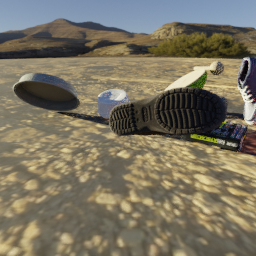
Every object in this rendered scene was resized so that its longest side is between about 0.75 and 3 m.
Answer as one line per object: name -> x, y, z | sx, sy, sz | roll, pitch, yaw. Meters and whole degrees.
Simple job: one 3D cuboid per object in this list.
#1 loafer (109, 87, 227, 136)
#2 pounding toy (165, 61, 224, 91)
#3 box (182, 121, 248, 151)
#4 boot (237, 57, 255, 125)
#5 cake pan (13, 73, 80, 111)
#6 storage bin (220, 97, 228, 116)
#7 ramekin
loafer -> 0.808, -0.293, 5.872 | 2.506, 0.915, 0.890 | -2, -3, 33
pounding toy -> 2.623, -1.517, 10.983 | 2.369, 1.099, 1.828 | -37, 15, -18
box -> 2.452, 0.106, 7.806 | 1.503, 0.370, 1.557 | 10, 19, 26
boot -> 3.838, -1.158, 8.887 | 0.975, 2.158, 0.785 | -1, 16, -22
cake pan -> -2.849, -1.257, 10.011 | 2.330, 0.427, 2.330 | 6, -20, 2
storage bin -> 3.262, -0.826, 10.353 | 0.854, 0.573, 0.621 | -2, 35, -9
ramekin -> -0.509, -0.888, 9.870 | 1.190, 0.580, 1.190 | -4, 36, 3
